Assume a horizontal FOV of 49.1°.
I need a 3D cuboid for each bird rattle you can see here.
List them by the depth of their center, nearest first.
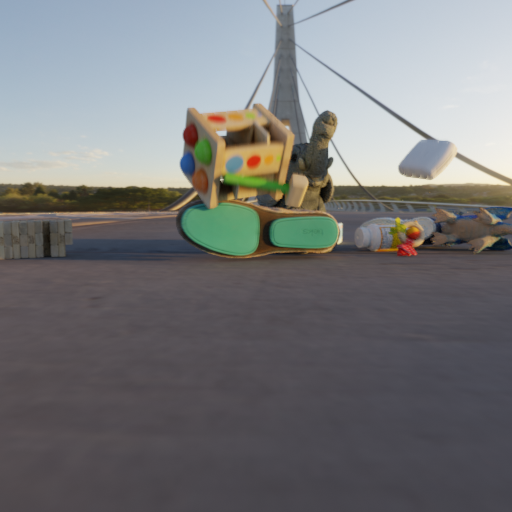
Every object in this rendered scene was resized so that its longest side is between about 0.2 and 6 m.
[{"bbox_3d":[2.844,-0.371,10.435,0.632,0.775,0.437,-19,-28,-10],"label":"bird rattle"}]

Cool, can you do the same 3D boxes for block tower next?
[{"bbox_3d":[-4.629,-0.298,10.035,2.531,0.684,0.732,-3,5,-20],"label":"block tower"}]

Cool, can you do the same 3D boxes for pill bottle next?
[{"bbox_3d":[2.542,-0.371,11.360,1.008,0.560,0.560,-1,6,-16],"label":"pill bottle"}]

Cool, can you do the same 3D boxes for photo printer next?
[{"bbox_3d":[3.138,-1.754,10.198,0.329,0.789,0.949,45,-7,-26],"label":"photo printer"}]

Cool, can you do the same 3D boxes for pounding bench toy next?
[{"bbox_3d":[-0.252,-1.426,8.888,1.501,1.196,1.925,-12,44,-27],"label":"pounding bench toy"}]

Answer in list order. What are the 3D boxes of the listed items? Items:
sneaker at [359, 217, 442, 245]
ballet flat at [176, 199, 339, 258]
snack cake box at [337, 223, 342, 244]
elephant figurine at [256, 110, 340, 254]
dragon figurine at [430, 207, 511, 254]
[{"bbox_3d":[3.212,-0.483,12.325,1.690,0.681,1.237,-6,-6,26],"label":"sneaker"},{"bbox_3d":[-0.017,-0.446,9.807,2.942,1.001,0.989,7,5,-19],"label":"ballet flat"},{"bbox_3d":[1.517,-0.512,13.159,0.839,0.490,1.459,3,7,16],"label":"snack cake box"},{"bbox_3d":[0.895,-1.424,11.330,2.060,2.656,1.879,3,6,27],"label":"elephant figurine"},{"bbox_3d":[4.613,-0.538,11.302,1.534,0.908,3.085,-5,6,-38],"label":"dragon figurine"}]
